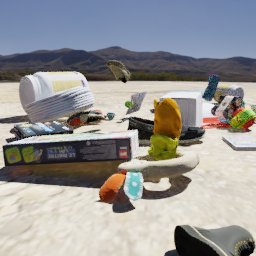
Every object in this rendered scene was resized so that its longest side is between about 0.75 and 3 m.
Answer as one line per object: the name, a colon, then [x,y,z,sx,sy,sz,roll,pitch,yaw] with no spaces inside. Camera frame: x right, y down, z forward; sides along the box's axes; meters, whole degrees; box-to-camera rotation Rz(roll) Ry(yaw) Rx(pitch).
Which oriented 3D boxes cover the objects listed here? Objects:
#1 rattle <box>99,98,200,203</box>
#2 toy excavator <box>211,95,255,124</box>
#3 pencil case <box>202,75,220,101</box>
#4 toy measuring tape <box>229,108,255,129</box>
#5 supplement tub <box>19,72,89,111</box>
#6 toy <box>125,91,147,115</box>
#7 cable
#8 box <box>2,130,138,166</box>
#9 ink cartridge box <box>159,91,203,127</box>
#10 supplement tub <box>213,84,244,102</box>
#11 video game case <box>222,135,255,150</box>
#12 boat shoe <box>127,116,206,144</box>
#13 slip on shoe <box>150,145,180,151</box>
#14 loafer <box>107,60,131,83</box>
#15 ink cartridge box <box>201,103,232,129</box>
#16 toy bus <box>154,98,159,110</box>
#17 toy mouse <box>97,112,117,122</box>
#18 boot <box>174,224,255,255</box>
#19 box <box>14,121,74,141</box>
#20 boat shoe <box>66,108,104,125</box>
rattle: [0.386,0.345,5.645,2.359,1.685,1.536,-7,18,-38]
toy excavator: [4.699,-0.701,11.938,1.891,1.839,0.944,44,-12,-28]
pencil case: [2.752,-1.332,9.339,0.391,0.845,0.360,21,-2,33]
toy measuring tape: [4.845,-0.445,11.143,2.336,0.859,0.859,-10,16,-41]
supplement tub: [-3.676,-1.738,14.077,2.937,2.135,2.135,-11,16,-42]
toy: [0.276,-1.262,13.253,0.438,1.069,1.857,26,20,13]
cable: [-2.821,-0.926,11.737,2.857,0.989,2.856,-21,7,-27]
box: [-1.251,0.456,6.787,2.890,0.502,1.591,-4,5,7]
ink cartridge box: [2.027,-0.607,10.510,1.329,1.353,1.837,2,14,21]
supplement tub: [6.589,-2.226,18.451,1.249,1.249,1.718,-7,14,-30]
video game case: [3.620,0.449,8.723,0.981,0.123,1.370,1,12,2]
boat shoe: [1.255,0.029,8.985,2.574,0.870,0.924,1,11,-1]
slip on shoe: [1.085,0.620,7.457,1.043,0.316,0.396,3,12,12]
loafer: [-0.335,-2.190,10.974,0.517,0.458,1.359,-6,-22,38]
ink cartridge box: [3.119,-0.596,12.323,2.339,0.821,2.878,-4,9,-15]
toy bus: [1.864,-1.316,15.774,0.747,0.621,1.909,-1,13,0]
toy mouse: [-1.073,-0.500,12.696,1.388,0.302,1.562,6,14,27]
boot: [1.248,1.462,3.187,0.954,0.534,1.379,1,12,-17]
box: [-2.810,0.174,9.217,1.520,0.440,1.912,-7,14,-29]
boat shoe: [-1.772,-0.386,11.714,1.599,0.569,0.500,-17,59,-27]
